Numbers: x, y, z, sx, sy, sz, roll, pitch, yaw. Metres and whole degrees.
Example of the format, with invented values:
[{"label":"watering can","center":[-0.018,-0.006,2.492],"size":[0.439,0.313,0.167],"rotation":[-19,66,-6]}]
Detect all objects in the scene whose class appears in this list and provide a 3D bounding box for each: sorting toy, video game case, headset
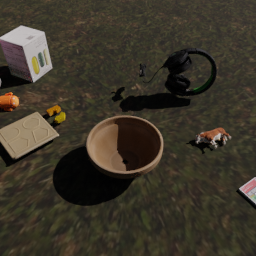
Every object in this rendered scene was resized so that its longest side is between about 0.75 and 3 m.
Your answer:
[{"label":"sorting toy","center":[-2.982,0.077,9.136],"size":[2.242,0.300,1.670],"rotation":[-31,48,-27]},{"label":"video game case","center":[3.576,1.825,7.501],"size":[0.698,0.085,0.976],"rotation":[-25,51,-23]},{"label":"headset","center":[1.748,-2.028,10.043],"size":[2.691,1.662,1.264],"rotation":[-2,32,5]}]

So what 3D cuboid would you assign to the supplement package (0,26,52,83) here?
[{"label":"supplement package","center":[-4.005,-2.940,11.146],"size":[1.226,1.627,1.235],"rotation":[21,49,20]}]

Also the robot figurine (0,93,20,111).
[{"label":"robot figurine","center":[-4.264,-0.936,9.988],"size":[0.787,0.459,0.566],"rotation":[-2,44,-2]}]

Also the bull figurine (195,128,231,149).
[{"label":"bull figurine","center":[2.672,0.313,8.821],"size":[1.097,0.357,0.666],"rotation":[-22,51,-19]}]

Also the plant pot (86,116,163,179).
[{"label":"plant pot","center":[-0.090,0.702,7.989],"size":[2.122,0.979,2.122],"rotation":[0,44,0]}]
